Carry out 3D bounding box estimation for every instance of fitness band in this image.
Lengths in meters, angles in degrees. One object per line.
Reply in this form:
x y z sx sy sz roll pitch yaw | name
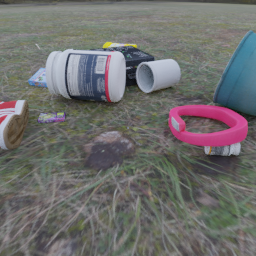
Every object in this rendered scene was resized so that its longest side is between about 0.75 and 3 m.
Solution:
2.364 -0.151 8.580 2.084 0.543 2.902 -2 18 -1 | fitness band

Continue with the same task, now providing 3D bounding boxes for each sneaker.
-3.997 -0.140 8.433 1.570 0.994 2.792 -1 22 -9 | sneaker

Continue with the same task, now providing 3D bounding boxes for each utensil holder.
1.293 -2.254 11.895 1.483 1.260 1.260 -18 34 -31 | utensil holder

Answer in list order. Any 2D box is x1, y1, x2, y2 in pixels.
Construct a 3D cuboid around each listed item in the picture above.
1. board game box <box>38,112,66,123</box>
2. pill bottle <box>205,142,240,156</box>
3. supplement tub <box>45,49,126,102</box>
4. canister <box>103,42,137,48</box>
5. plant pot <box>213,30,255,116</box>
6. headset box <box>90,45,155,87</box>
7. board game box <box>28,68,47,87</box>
-2.634 -0.371 9.730 0.883 0.143 0.530 -3 26 -5 | board game box
2.615 0.511 7.796 0.878 0.511 0.511 4 30 5 | pill bottle
-1.544 -2.026 10.798 2.722 1.910 1.910 5 30 9 | supplement tub
-0.453 -4.462 16.238 1.784 0.772 1.325 7 30 9 | canister
4.696 -1.519 9.509 2.539 2.702 2.702 30 39 19 | plant pot
-0.274 -2.895 13.028 2.267 1.208 2.603 -13 33 -23 | headset box
-3.545 -2.267 12.659 1.494 0.273 1.130 9 44 16 | board game box
